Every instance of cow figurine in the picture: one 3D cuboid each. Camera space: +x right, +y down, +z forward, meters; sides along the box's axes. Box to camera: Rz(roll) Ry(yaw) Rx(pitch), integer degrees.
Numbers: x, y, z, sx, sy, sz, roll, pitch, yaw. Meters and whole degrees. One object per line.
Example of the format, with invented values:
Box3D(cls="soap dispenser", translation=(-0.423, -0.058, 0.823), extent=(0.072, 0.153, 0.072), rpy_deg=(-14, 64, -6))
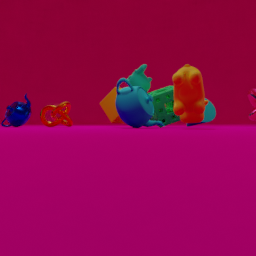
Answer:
Box3D(cls="cow figurine", translation=(1.583, -0.837, 7.177), extent=(0.904, 1.647, 1.621), rpy_deg=(-3, 21, 17))

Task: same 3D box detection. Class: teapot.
Box3D(cls="teapot", translation=(0.314, -0.618, 8.071), extent=(0.978, 1.997, 1.242), rpy_deg=(-25, 31, 26))
Box3D(cls="teapot", translation=(-4.082, -0.602, 10.359), extent=(0.790, 1.614, 1.004), rpy_deg=(40, 10, -38))

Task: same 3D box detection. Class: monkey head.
Box3D(cls="monkey head", translation=(0.490, -1.673, 9.842), extent=(1.002, 0.839, 1.392), rpy_deg=(-41, 8, 39))

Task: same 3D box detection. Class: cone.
Box3D(cls="cone", translation=(2.331, -0.358, 9.978), extent=(1.148, 1.148, 1.152), rpy_deg=(0, -33, -15))

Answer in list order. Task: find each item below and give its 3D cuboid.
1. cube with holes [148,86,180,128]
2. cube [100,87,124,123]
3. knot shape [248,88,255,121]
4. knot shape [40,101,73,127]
Box3D(cls="cube with holes", translation=(1.254, -0.751, 9.411), extent=(1.040, 1.040, 1.040), rpy_deg=(-20, 14, -9))
Box3D(cls="cube", translation=(-0.259, -0.777, 9.861), extent=(0.897, 0.897, 0.897), rpy_deg=(-42, -22, 25))
Box3D(cls="knot shape", translation=(4.169, -0.582, 7.656), extent=(1.647, 0.813, 1.761), rpy_deg=(8, 16, 14))
Box3D(cls="knot shape", translation=(-2.543, -0.529, 10.400), extent=(1.252, 0.578, 1.171), rpy_deg=(17, -52, -29))
